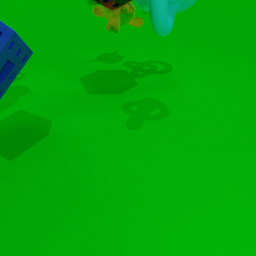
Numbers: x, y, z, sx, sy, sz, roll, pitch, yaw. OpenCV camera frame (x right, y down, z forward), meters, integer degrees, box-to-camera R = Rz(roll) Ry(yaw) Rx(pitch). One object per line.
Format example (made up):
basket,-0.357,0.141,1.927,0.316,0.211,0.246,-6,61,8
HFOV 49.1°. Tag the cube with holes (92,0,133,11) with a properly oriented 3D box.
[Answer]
cube with holes,-0.295,-3.748,6.367,1.334,1.334,1.334,-16,0,27

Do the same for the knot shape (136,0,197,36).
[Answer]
knot shape,0.805,-2.342,4.813,1.853,0.856,1.734,-29,21,50

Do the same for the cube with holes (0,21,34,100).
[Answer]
cube with holes,-2.683,-1.334,4.870,1.265,1.265,1.265,34,-3,-5

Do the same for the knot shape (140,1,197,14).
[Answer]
knot shape,0.980,-3.864,8.205,2.011,0.929,1.882,5,25,15

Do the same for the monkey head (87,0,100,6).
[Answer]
monkey head,-0.433,-4.546,9.408,1.114,1.330,1.849,40,85,18

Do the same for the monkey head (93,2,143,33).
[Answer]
monkey head,-0.314,-3.078,7.794,1.499,1.078,0.903,15,-2,-2
